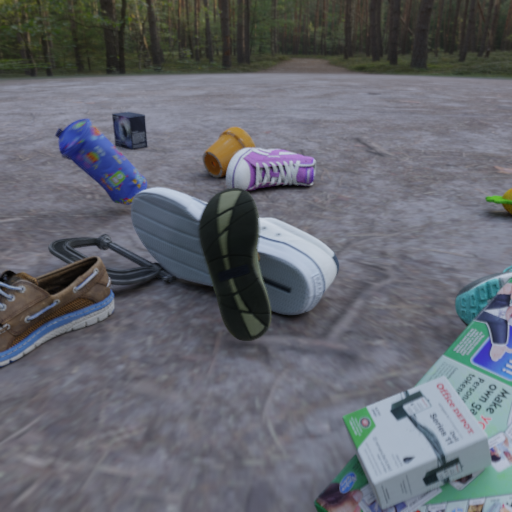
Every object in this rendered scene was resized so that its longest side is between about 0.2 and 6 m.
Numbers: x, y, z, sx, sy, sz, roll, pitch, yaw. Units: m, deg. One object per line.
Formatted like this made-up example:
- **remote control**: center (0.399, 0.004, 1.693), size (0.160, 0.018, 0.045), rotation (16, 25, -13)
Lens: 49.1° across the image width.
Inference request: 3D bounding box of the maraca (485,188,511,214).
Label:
- **maraca**: center (5.232, -1.099, 11.196), size (1.202, 0.643, 0.824), rotation (5, 12, 18)

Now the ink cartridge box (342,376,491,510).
- **ink cartridge box**: center (1.129, 1.307, 3.985), size (0.840, 0.349, 0.616), rotation (-22, 34, -2)

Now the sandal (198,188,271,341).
- **sandal**: center (-0.256, 0.101, 6.701), size (0.731, 1.841, 0.525), rotation (-8, -8, 1)

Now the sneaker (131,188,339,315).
- **sneaker**: center (-0.364, -0.141, 8.182), size (3.329, 1.216, 1.179), rotation (27, 29, 25)

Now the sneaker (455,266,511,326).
- **sneaker**: center (3.413, 0.525, 7.159), size (2.459, 0.954, 1.121), rotation (-3, 9, -23)

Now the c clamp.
- **c clamp**: center (-2.092, 0.065, 8.592), size (1.964, 0.266, 1.678), rotation (23, 23, 25)

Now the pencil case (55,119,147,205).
- **pencil case**: center (-2.989, -1.781, 10.915), size (0.846, 1.949, 0.760), rotation (-47, 46, -5)

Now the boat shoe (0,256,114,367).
- **boat shoe**: center (-2.839, 0.606, 6.695), size (0.870, 0.872, 2.410), rotation (17, 27, 35)

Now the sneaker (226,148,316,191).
- **sneaker**: center (0.507, -1.991, 13.021), size (1.506, 0.957, 2.641), rotation (17, 28, 29)

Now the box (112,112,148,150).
- **box**: center (-3.994, -3.956, 17.669), size (0.636, 1.024, 1.032), rotation (-20, 29, -41)

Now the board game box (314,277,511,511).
- **board game box**: center (2.042, 1.387, 4.084), size (2.800, 0.408, 1.884), rotation (-39, 40, -25)

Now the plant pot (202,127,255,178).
- **plant pot**: center (-0.747, -2.542, 14.264), size (1.158, 1.158, 1.060), rotation (21, 46, 41)
